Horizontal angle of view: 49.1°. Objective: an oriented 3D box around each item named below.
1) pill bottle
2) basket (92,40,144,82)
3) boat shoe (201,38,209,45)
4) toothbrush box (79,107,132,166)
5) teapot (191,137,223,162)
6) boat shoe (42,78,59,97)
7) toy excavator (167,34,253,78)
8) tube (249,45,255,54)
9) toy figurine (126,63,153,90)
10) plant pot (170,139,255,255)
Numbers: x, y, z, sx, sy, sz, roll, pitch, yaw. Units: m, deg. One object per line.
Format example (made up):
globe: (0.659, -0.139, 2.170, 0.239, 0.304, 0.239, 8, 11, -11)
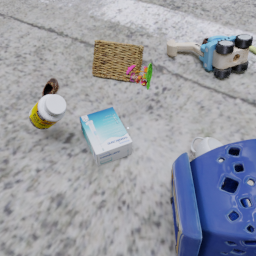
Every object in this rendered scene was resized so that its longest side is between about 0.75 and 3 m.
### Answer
pill bottle: (-2.428, -0.499, 8.524, 0.833, 1.525, 0.833, 10, 71, -31)
basket: (-0.408, -2.870, 11.902, 2.010, 1.497, 1.434, 9, 17, 7)
boat shoe: (4.244, -3.819, 12.721, 1.821, 0.640, 0.641, -8, 49, -8)
toothbrush box: (-0.733, 0.245, 9.163, 1.226, 0.714, 1.675, -20, 52, -16)
teapot: (2.467, 0.930, 8.511, 1.213, 0.898, 1.229, 38, 35, -5)
boat shoe: (-3.009, -1.528, 10.856, 0.481, 0.480, 1.365, -1, 48, 1)
toy excavator: (3.395, -3.304, 12.026, 2.722, 1.398, 2.800, -19, 38, -15)
tube: (5.643, -3.699, 12.889, 0.276, 0.247, 0.953, 13, 30, -42)
toy figurine: (0.336, -1.729, 9.215, 0.796, 0.865, 0.650, 9, 16, 17)
plant pot: (2.175, 1.923, 6.698, 2.181, 2.426, 2.426, -4, 50, 5)
